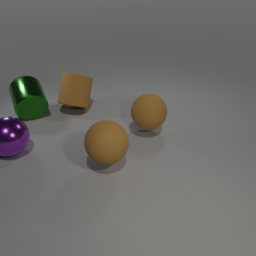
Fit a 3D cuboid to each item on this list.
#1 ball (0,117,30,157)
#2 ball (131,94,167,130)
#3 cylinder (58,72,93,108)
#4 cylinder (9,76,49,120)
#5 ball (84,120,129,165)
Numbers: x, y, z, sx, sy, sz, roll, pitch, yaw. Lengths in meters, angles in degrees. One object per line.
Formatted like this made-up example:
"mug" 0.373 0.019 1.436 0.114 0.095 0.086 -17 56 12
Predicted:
"ball" -4.168 0.301 9.775 1.400 1.400 1.400 0 30 0
"ball" 0.811 -0.627 10.825 1.400 1.400 1.400 0 30 0
"cylinder" -2.395 -1.710 12.757 1.400 1.400 1.400 10 4 -1
"cylinder" -4.338 -1.313 12.232 1.400 1.400 1.400 -14 52 -23
"ball" -0.669 0.447 8.796 1.400 1.400 1.400 0 30 0
